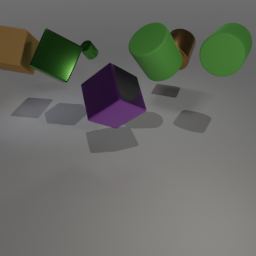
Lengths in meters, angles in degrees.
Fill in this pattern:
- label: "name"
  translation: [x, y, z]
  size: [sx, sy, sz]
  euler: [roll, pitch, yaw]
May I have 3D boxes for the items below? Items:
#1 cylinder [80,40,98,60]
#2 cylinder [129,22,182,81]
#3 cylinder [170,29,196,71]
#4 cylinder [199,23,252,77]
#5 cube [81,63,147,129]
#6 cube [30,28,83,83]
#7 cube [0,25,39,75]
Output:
- label: "cylinder"
  translation: [-1.958, -3.925, 14.122]
  size: [0.700, 0.700, 0.700]
  euler: [-11, 63, 22]
- label: "cylinder"
  translation: [0.942, -2.527, 9.423]
  size: [1.400, 1.400, 1.400]
  euler: [-16, 55, 24]
- label: "cylinder"
  translation: [2.340, -3.681, 13.197]
  size: [1.400, 1.400, 1.400]
  euler: [13, 57, 21]
- label: "cylinder"
  translation: [3.219, -2.580, 9.181]
  size: [1.400, 1.400, 1.400]
  euler: [15, 37, 24]
- label: "cube"
  translation: [-0.476, -0.992, 9.142]
  size: [1.400, 1.400, 1.400]
  euler: [17, 51, -50]
- label: "cube"
  translation: [-2.669, -2.593, 10.332]
  size: [1.400, 1.400, 1.400]
  euler: [24, 1, -20]
- label: "cube"
  translation: [-4.433, -2.983, 10.814]
  size: [1.400, 1.400, 1.400]
  euler: [10, -1, 3]
